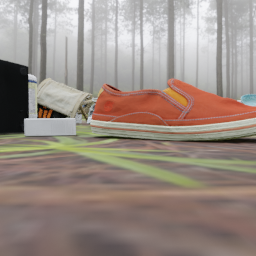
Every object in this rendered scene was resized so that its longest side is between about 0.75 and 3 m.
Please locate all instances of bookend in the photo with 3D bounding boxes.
[{"bbox_3d":[-3.948,-0.559,4.915,2.992,1.378,2.974,0,1,25],"label":"bookend"}]

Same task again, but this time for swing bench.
[{"bbox_3d":[-2.820,-1.298,13.063,2.181,1.423,2.193,22,-1,13],"label":"swing bench"}]

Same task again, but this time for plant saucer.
[{"bbox_3d":[4.645,-0.535,8.883,2.170,0.297,2.170,8,28,-4],"label":"plant saucer"}]

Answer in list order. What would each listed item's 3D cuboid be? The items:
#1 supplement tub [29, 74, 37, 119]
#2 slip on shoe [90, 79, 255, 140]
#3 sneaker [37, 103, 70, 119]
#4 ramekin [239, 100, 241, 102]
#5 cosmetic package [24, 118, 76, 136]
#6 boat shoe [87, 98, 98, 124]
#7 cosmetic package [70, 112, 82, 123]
[{"bbox_3d":[-2.717,-0.615,6.829,0.967,1.334,0.967,0,2,0],"label":"supplement tub"},{"bbox_3d":[0.806,-0.284,4.096,2.950,0.903,1.093,3,1,22],"label":"slip on shoe"},{"bbox_3d":[-3.709,-0.926,12.758,2.932,1.025,1.319,-4,-36,37],"label":"sneaker"},{"bbox_3d":[4.835,-0.630,11.828,2.035,0.992,2.035,0,2,0],"label":"ramekin"},{"bbox_3d":[-1.334,-0.019,4.864,0.835,0.298,0.424,0,2,-12],"label":"cosmetic package"},{"bbox_3d":[-0.862,-0.562,9.866,1.019,0.942,2.759,5,2,-3],"label":"boat shoe"},{"bbox_3d":[-3.058,-0.533,14.398,0.973,0.600,0.976,1,2,28],"label":"cosmetic package"}]
